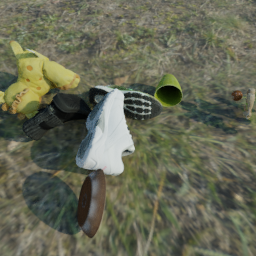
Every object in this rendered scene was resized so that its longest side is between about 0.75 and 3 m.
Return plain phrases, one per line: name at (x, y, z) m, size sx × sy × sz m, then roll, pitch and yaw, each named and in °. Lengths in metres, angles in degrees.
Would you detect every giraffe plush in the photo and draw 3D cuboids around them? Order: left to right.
giraffe plush at (-2.796, -1.198, 8.291) m, size 2.020 × 1.898 × 2.341 m, roll 31°, pitch 6°, yaw 14°

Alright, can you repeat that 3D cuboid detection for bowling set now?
bowling set at (3.593, -0.648, 8.141) m, size 1.151 × 0.888 × 1.654 m, roll 12°, pitch 27°, yaw 26°

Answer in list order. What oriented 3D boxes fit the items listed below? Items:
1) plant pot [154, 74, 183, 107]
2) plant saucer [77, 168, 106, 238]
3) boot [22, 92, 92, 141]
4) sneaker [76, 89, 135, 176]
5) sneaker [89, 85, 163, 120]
plant pot at (1.289, -1.293, 8.951) m, size 0.867 × 0.867 × 0.926 m, roll 4°, pitch 44°, yaw 4°
plant saucer at (-0.776, 1.478, 5.635) m, size 0.250 × 1.369 × 1.369 m, roll 14°, pitch 39°, yaw -20°
boot at (-1.940, -0.293, 7.958) m, size 1.431 × 1.915 × 0.720 m, roll -41°, pitch 72°, yaw 15°
sneaker at (-0.407, 0.133, 7.327) m, size 1.346 × 1.055 × 2.709 m, roll 32°, pitch 47°, yaw -21°
sneaker at (0.006, -0.991, 8.714) m, size 2.352 × 0.904 × 1.042 m, roll 16°, pitch 36°, yaw 16°
